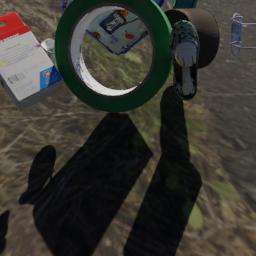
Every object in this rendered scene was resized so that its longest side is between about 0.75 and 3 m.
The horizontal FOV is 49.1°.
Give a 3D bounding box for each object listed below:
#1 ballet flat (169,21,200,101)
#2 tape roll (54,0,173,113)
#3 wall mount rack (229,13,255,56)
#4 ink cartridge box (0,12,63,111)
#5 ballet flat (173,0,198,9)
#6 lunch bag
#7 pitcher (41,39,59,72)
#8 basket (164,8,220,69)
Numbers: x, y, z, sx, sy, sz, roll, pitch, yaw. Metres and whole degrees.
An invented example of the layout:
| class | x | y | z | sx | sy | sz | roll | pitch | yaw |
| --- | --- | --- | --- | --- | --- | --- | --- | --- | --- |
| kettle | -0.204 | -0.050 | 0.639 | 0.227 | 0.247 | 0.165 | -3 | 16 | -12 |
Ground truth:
| class | x | y | z | sx | sy | sz | roll | pitch | yaw |
| --- | --- | --- | --- | --- | --- | --- | --- | --- | --- |
| ballet flat | 1.129 | -1.202 | 5.390 | 0.611 | 1.645 | 0.611 | -9 | 45 | 9 |
| tape roll | -0.295 | -1.655 | 6.090 | 2.586 | 2.586 | 0.622 | 15 | 20 | 11 |
| wall mount rack | 2.208 | -1.756 | 5.259 | 0.696 | 0.299 | 0.801 | 1 | 92 | -32 |
| ink cartridge box | -2.457 | -1.493 | 6.253 | 1.112 | 0.644 | 1.914 | -33 | 86 | -24 |
| ballet flat | 2.074 | -4.745 | 9.304 | 0.903 | 2.682 | 0.944 | 18 | 36 | 1 |
| lunch bag | -0.290 | -3.891 | 8.173 | 1.780 | 2.443 | 2.874 | 34 | 92 | 43 |
| pitcher | -1.974 | -1.895 | 8.074 | 0.947 | 1.103 | 0.669 | 26 | 55 | 16 |
| basket | 1.528 | -2.462 | 7.480 | 1.310 | 1.737 | 1.926 | -1 | 9 | 33 |
